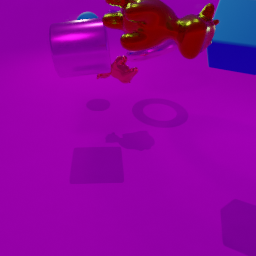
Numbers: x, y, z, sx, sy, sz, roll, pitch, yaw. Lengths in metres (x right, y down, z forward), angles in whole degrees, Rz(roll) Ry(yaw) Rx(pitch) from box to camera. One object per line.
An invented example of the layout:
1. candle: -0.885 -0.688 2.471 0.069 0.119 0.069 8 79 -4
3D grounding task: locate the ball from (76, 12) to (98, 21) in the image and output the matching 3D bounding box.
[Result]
1. ball: -1.413 -3.661 10.002 0.899 0.899 0.899 0 32 0

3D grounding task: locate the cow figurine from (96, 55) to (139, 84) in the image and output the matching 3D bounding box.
1. cow figurine: -0.356 -1.601 8.101 1.070 1.053 0.587 47 28 6

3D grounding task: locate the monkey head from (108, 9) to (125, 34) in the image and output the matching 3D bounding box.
1. monkey head: -0.093 -3.197 8.007 0.938 1.304 0.786 -2 26 -6

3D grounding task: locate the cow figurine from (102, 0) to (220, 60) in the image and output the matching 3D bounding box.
1. cow figurine: 0.315 -0.981 2.607 0.905 0.505 0.920 -12 46 -26

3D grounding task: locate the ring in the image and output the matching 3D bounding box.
1. ring: 0.866 -2.722 9.619 1.962 0.392 1.962 -16 20 6

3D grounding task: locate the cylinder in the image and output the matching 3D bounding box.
1. cylinder: -1.163 -2.017 7.118 1.344 1.344 1.344 -7 32 -1

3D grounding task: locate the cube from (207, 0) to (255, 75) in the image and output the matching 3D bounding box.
1. cube: 2.103 -1.714 5.294 0.958 0.958 0.958 16 77 23
